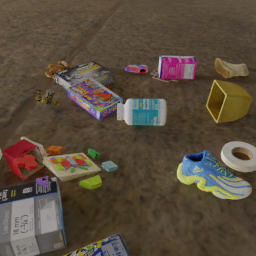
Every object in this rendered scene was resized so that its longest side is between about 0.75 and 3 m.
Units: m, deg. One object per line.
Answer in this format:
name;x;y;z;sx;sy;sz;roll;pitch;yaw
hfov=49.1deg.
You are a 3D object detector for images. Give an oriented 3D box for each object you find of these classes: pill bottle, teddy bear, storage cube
pill bottle;0.557;-0.653;11.491;1.964;1.088;1.088;0;37;1
teddy bear;-3.757;-3.179;15.271;1.236;0.569;1.704;32;47;24
storage cube;-3.470;1.033;9.347;0.897;0.997;0.853;21;42;35

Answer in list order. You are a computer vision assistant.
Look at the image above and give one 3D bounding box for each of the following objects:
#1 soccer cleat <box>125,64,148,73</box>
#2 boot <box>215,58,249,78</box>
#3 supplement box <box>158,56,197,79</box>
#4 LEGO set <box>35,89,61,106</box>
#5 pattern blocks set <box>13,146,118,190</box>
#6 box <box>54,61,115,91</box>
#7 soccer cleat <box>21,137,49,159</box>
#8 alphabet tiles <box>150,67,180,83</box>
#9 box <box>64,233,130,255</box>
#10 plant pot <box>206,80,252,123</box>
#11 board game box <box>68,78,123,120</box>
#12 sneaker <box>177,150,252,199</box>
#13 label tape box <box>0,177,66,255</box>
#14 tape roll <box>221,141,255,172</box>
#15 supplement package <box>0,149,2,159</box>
soccer cleat;0.468;-3.270;15.600;1.266;0.432;0.463;0;42;-3
boot;5.716;-3.369;15.525;1.355;0.635;1.744;-7;38;-9
supplement box;2.626;-3.230;14.966;1.885;0.974;0.954;2;36;0
LEGO set;-3.518;-1.415;12.430;0.880;0.663;1.144;19;5;41
pattern blocks set;-1.806;1.173;8.933;2.501;0.231;2.845;27;23;28
box;-2.238;-2.619;14.540;2.469;0.597;1.955;-28;44;-31
soccer cleat;-3.416;0.717;10.211;1.344;0.466;0.521;34;46;27
alphabet tiles;2.269;-3.063;15.597;1.677;0.064;2.015;21;42;27
box;-1.090;3.311;6.393;2.268;0.795;0.729;-15;39;-19
plant pot;4.402;-1.136;12.004;1.413;1.372;1.381;1;36;-9
board game box;-1.485;-1.364;12.662;2.140;0.479;1.438;36;49;25
sneaker;2.672;1.406;8.615;2.299;1.208;0.871;11;38;15
label tape box;-3.086;2.487;7.468;2.606;0.825;1.879;-10;36;-13
tape roll;4.033;0.999;9.964;1.386;0.253;1.386;0;37;0
supplement package;-4.940;1.101;9.317;0.889;0.856;1.563;-1;37;-1
